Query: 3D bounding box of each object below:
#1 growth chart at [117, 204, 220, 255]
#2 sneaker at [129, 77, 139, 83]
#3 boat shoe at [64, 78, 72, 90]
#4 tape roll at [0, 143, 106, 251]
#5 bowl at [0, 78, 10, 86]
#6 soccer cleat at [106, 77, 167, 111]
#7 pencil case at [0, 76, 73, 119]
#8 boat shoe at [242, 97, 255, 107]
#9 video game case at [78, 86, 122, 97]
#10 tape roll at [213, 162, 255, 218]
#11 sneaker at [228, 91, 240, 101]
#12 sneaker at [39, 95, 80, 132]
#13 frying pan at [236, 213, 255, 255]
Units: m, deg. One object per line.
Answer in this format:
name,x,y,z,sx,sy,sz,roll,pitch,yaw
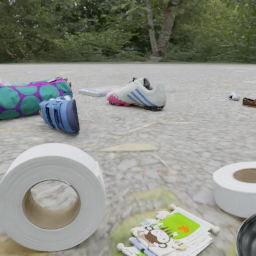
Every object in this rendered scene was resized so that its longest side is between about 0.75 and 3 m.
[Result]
growth chart,0.499,1.333,3.426,0.939,0.115,1.297,13,20,41
sneaker,0.669,-2.159,14.318,1.466,0.840,0.560,-3,18,-19
boat shoe,-3.447,-2.042,14.096,0.820,0.721,2.305,5,18,11
tape roll,-0.860,0.798,3.269,1.216,1.216,0.425,-2,16,-8
bowl,-6.113,-1.620,11.340,2.357,1.106,2.357,24,11,-5
soccer cleat,0.309,-1.447,11.106,2.812,1.214,0.982,11,19,35
pencil case,-3.444,-1.115,9.749,2.844,1.314,1.210,-16,42,-40
boat shoe,5.042,-0.998,11.111,1.020,0.359,0.359,14,19,38
video game case,-1.158,-1.944,14.663,2.358,0.212,1.689,-15,22,-41
tape roll,1.850,0.871,4.127,1.151,0.402,1.151,-9,12,2
sneaker,4.762,-1.466,12.798,0.408,0.353,0.941,-5,16,2
sneaker,-1.987,-0.381,8.060,1.043,0.938,2.537,-9,12,-17
frying pan,1.783,1.465,2.408,1.295,0.348,2.141,-11,25,3
